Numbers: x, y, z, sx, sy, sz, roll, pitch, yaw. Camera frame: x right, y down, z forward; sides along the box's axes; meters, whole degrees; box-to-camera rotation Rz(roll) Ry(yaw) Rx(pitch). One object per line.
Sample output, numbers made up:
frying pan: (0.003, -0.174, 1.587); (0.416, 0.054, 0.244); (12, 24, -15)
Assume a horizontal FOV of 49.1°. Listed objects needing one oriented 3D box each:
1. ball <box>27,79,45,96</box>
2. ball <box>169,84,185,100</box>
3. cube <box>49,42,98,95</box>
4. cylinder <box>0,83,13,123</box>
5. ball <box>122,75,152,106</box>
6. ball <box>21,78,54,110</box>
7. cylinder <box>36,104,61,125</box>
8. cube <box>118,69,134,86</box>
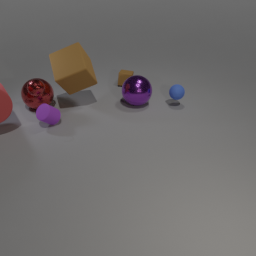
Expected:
ball: (-3.746, -1.643, 11.414); (0.700, 0.700, 0.700); (0, 31, 0)
ball: (2.217, -1.625, 12.689); (0.700, 0.700, 0.700); (0, 31, 0)
cube: (-2.323, -2.510, 12.008); (1.400, 1.400, 1.400); (-21, 69, 7)
cylinder: (-5.185, -1.019, 10.460); (1.400, 1.400, 1.400); (-17, 33, -27)
ball: (0.405, -1.707, 12.804); (1.400, 1.400, 1.400); (0, 31, 0)
ball: (-4.038, -1.523, 12.525); (1.400, 1.400, 1.400); (0, 31, 0)
cylinder: (-3.192, -0.544, 11.242); (0.700, 0.700, 0.700); (20, -4, 30)
cube: (-0.120, -2.680, 15.045); (0.700, 0.700, 0.700); (10, 27, 7)
